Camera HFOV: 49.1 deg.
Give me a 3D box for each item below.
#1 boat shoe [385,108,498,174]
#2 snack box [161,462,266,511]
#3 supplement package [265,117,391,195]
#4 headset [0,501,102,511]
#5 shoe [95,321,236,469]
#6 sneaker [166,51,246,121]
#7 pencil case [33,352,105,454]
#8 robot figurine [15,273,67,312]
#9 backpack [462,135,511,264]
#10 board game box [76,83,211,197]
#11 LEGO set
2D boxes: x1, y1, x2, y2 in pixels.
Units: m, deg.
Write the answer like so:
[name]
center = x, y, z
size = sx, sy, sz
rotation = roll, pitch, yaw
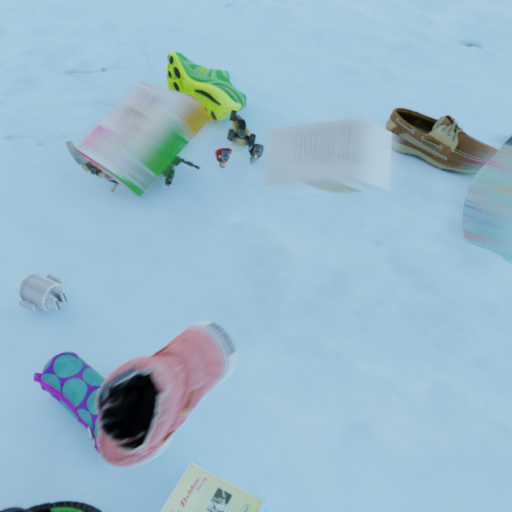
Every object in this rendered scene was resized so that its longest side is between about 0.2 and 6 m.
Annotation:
[boat shoe]
center = 4.143, -2.643, 12.662
size = 2.624, 0.969, 0.993
rotation = 21, 50, 19
[snack box]
center = -0.827, 3.714, 6.938
size = 1.163, 0.371, 2.002
rotation = 21, 49, 19
[supplement package]
center = 0.970, -1.309, 7.603
size = 1.487, 0.814, 0.846
rotation = 3, -2, 38
[headset]
center = -2.909, 3.874, 6.459
size = 2.650, 1.245, 1.636
rotation = -7, 27, -19
[shoe]
center = -1.002, 1.291, 4.552
size = 0.697, 1.950, 0.887
rotation = 50, 32, 13
[sneaker]
center = -1.356, -4.338, 14.413
size = 1.235, 1.094, 2.954
rotation = -18, 50, -36
[pencil case]
center = -2.464, 2.144, 8.217
size = 1.681, 0.715, 0.777
rotation = 33, 33, 29
[robot figurine]
center = -3.772, 0.634, 9.808
size = 0.940, 0.531, 0.797
rotation = 21, 46, 19
[backpack]
center = 3.983, -0.889, 8.134
size = 2.040, 1.811, 1.536
rotation = -40, 50, -11
[board game box]
center = -1.792, -1.863, 8.581
size = 1.586, 0.418, 2.073
rotation = -49, 38, -6
[LEGO set]
center = -1.969, -2.207, 12.428
size = 4.204, 1.191, 2.730
rotation = 4, 47, -14
